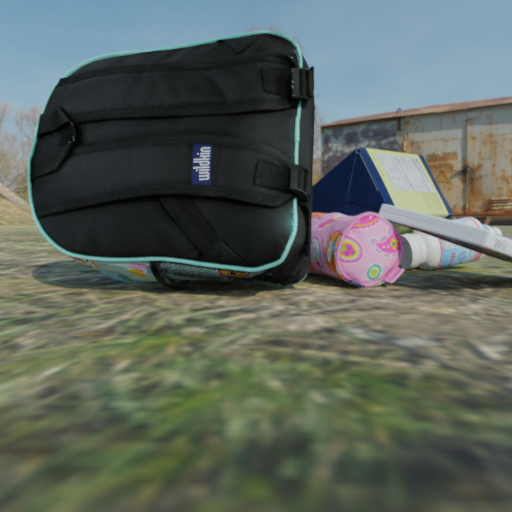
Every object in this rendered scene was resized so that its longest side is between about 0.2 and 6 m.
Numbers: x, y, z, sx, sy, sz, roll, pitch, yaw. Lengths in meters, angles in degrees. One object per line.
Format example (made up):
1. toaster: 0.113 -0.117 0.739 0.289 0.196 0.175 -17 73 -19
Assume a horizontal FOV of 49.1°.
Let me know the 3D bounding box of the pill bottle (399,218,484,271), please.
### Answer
1. pill bottle: 2.636 -0.150 8.053 1.197 0.651 0.651 -11 7 -15

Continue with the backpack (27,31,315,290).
1. backpack: -0.822 -0.876 6.057 2.878 2.530 2.206 1 -10 7

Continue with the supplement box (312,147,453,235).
1. supplement box: 1.699 -0.675 8.397 1.614 1.085 1.616 -4 -25 -41

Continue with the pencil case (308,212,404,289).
1. pencil case: 0.992 -0.100 6.817 0.884 0.884 2.023 -1 5 -16

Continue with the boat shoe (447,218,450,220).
1. boat shoe: 3.059 -0.455 11.379 2.432 0.806 0.850 -5 5 -22

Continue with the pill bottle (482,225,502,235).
1. pill bottle: 4.829 -0.396 12.372 1.098 0.597 0.597 -2 4 -17

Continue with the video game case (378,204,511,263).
1. video game case: 2.535 -0.120 6.154 2.029 0.183 1.453 14 7 -33
